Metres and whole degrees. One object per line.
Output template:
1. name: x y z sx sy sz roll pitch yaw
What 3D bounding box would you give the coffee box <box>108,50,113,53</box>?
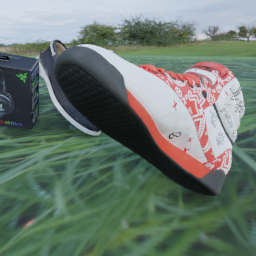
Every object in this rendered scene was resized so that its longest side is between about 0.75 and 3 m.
1. coffee box: -1.342 -1.853 9.769 1.421 1.423 1.407 -7 6 37

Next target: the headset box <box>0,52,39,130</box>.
1. headset box: -2.903 -0.945 6.587 1.467 1.685 0.782 9 32 -7

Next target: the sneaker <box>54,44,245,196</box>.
1. sneaker: 0.521 -0.398 3.507 0.957 1.537 2.867 3 -30 49

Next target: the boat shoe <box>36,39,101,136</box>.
1. boat shoe: -1.370 -1.091 7.002 1.100 0.899 2.979 19 30 -53
